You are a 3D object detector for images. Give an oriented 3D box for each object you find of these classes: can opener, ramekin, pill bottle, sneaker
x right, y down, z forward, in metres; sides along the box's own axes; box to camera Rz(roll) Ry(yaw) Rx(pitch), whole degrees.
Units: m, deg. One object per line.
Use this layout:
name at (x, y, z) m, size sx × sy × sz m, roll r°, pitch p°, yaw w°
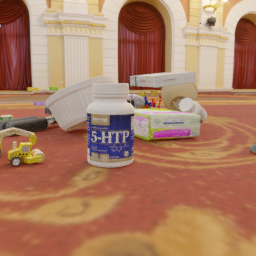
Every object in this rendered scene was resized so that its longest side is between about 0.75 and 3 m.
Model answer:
can opener at (-3.329, -0.340, 10.150) m, size 0.784 × 0.990 × 2.978 m, roll 6°, pitch 15°, yaw 26°
ramekin at (-1.460, -0.769, 9.684) m, size 2.503 × 1.166 × 2.503 m, roll -22°, pitch -2°, yaw -1°
pill bottle at (-0.363, -0.095, 5.863) m, size 0.993 × 1.660 × 0.993 m, roll 0°, pitch 9°, yaw 0°
sneaker at (-0.366, -1.078, 14.587) m, size 2.854 × 1.109 × 1.997 m, roll -12°, pitch 12°, yaw -7°
pill bottle at (2.235, -0.578, 9.677) m, size 0.645 × 0.645 × 1.128 m, roll 7°, pitch -16°, yaw 40°

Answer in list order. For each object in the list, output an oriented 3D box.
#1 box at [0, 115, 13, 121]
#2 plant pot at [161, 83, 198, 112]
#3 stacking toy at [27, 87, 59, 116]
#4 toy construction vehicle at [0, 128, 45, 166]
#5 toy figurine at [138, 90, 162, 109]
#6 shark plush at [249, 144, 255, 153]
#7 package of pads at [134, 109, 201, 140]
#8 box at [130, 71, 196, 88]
box at (-5.790, -0.502, 13.358) m, size 0.505 × 0.208 × 0.860 m, roll -3°, pitch 8°, yaw -19°
plant pot at (2.808, -1.577, 15.288) m, size 2.119 × 2.119 × 2.262 m, roll 1°, pitch 22°, yaw 9°
stacking toy at (-3.920, -1.179, 13.366) m, size 0.480 × 1.542 × 2.045 m, roll 5°, pitch 9°, yaw 27°
toy construction vehicle at (-2.781, 0.413, 5.946) m, size 1.797 × 0.633 × 1.564 m, roll -4°, pitch 10°, yaw -26°
toy figurine at (0.773, -1.185, 16.555) m, size 2.508 × 1.323 × 1.502 m, roll -7°, pitch -23°, yaw 6°
shark plush at (3.176, 0.320, 6.342) m, size 0.762 × 0.699 × 1.678 m, roll 4°, pitch 10°, yaw 24°
package of pads at (0.876, -0.170, 9.177) m, size 1.856 × 0.819 × 2.403 m, roll -2°, pitch 8°, yaw -24°
box at (1.416, -2.108, 12.121) m, size 1.914 × 0.505 × 2.455 m, roll -10°, pitch 14°, yaw -21°
